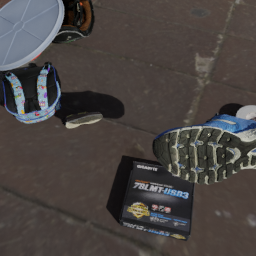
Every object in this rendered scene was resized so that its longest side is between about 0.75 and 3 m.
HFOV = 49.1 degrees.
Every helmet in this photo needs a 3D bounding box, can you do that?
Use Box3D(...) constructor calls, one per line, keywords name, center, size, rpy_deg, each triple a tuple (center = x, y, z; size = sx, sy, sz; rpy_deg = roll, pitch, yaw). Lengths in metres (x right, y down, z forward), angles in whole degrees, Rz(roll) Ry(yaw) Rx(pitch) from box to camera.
Box3D(name="helmet", center=(-2.739, -4.559, 11.241), size=(2.291, 2.403, 2.403), rpy_deg=(6, 53, 15))

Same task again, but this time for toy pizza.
Box3D(name="toy pizza", center=(-2.404, -2.215, 6.431), size=(2.259, 0.358, 2.259), rpy_deg=(-9, 63, 18))

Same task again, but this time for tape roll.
Box3D(name="tape roll", center=(4.087, -0.138, 9.080), size=(1.260, 0.416, 1.260), rpy_deg=(0, 52, 0))

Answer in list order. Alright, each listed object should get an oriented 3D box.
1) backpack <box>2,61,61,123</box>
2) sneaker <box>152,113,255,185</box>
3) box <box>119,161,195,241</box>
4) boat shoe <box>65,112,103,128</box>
Box3D(name="backpack", center=(-3.031, -0.979, 9.118), size=(1.843, 1.358, 2.019), rpy_deg=(-14, 53, -11))
Box3D(name="sneaker", center=(1.569, 0.296, 4.923), size=(2.504, 0.983, 1.116), rpy_deg=(0, 15, -17))
Box3D(name="box", center=(0.833, 1.889, 7.534), size=(1.817, 0.451, 1.803), rpy_deg=(11, 54, 8))
Box3D(name="boat shoe", center=(-1.465, -0.341, 9.233), size=(1.232, 0.443, 0.367), rpy_deg=(-16, 58, -5))
